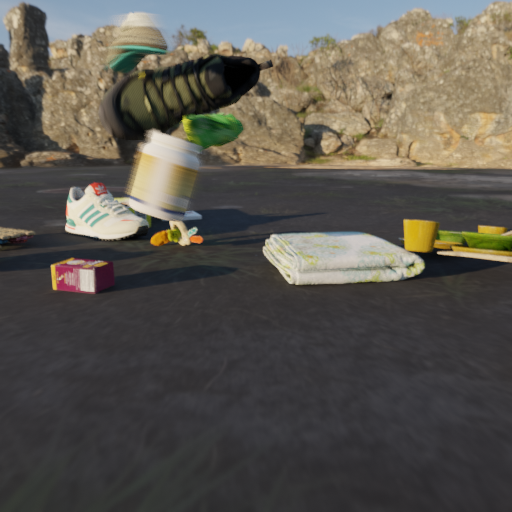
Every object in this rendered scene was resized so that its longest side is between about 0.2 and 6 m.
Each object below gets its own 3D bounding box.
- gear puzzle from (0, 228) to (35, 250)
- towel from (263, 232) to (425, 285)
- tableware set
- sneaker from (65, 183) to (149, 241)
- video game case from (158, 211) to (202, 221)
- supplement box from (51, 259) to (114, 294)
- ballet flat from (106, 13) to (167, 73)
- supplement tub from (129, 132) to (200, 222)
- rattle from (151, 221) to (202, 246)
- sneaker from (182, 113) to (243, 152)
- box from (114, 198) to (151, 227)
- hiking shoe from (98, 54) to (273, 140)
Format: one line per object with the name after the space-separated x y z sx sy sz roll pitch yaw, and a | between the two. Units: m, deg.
-6.351 -0.401 13.211 2.506 0.328 1.298 7 15 42 | gear puzzle
1.527 0.036 10.433 2.457 0.592 2.103 -2 15 -12 | towel
4.079 -0.398 11.037 2.787 0.635 4.138 8 7 35 | tableware set
-3.861 -1.149 14.131 2.824 1.320 0.994 8 14 37 | sneaker
-2.425 -1.243 17.433 1.225 0.145 1.115 -4 13 -20 | video game case
-2.873 0.328 9.294 0.852 0.439 0.557 4 13 19 | supplement box
-2.079 -3.681 9.519 0.700 0.777 2.065 0 6 -30 | ballet flat
-1.467 -1.286 9.128 0.927 1.284 0.927 18 7 -2 | supplement tub
-1.811 -0.416 12.675 0.759 0.692 1.063 -11 30 -34 | rattle
-0.937 -2.884 12.575 0.958 0.849 2.294 -20 9 21 | sneaker
-3.711 -1.310 16.598 0.945 0.629 2.510 -4 12 -18 | box
-1.374 -3.298 10.857 3.470 1.314 1.747 -30 11 -29 | hiking shoe
